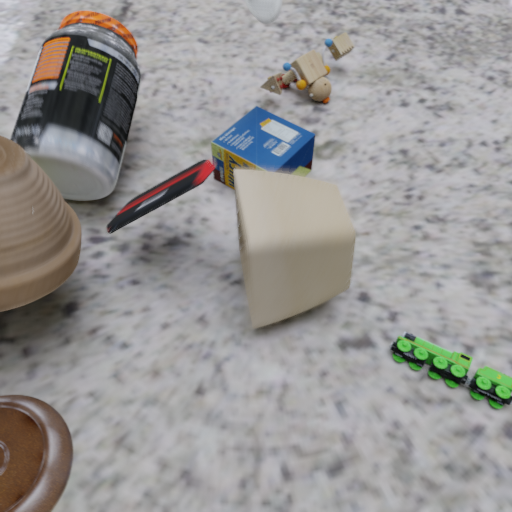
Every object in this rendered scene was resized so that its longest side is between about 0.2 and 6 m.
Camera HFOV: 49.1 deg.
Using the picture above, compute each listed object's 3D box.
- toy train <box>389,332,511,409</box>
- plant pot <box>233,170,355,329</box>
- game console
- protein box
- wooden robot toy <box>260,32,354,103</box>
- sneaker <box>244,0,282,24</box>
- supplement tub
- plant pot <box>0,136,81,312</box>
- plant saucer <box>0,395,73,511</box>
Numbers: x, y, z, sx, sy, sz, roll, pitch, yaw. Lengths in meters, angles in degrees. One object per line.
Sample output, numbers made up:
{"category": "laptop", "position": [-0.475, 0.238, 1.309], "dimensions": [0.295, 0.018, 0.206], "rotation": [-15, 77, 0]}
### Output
{"category": "toy train", "position": [2.532, 1.431, 7.248], "dimensions": [1.614, 0.337, 0.455], "rotation": [25, 46, 18]}
{"category": "plant pot", "position": [0.495, -0.166, 7.426], "dimensions": [1.372, 1.549, 1.547], "rotation": [-6, 44, -5]}
{"category": "game console", "position": [-1.242, -0.803, 7.504], "dimensions": [1.431, 0.222, 1.266], "rotation": [-27, 19, 12]}
{"category": "protein box", "position": [0.118, -1.655, 9.342], "dimensions": [1.233, 0.832, 1.224], "rotation": [31, 58, 22]}
{"category": "wooden robot toy", "position": [1.137, -3.435, 10.968], "dimensions": [2.204, 0.971, 1.000], "rotation": [-37, 95, -26]}
{"category": "sneaker", "position": [0.129, -4.152, 8.549], "dimensions": [0.620, 0.687, 1.678], "rotation": [-19, 69, 21]}
{"category": "supplement tub", "position": [-2.786, -2.388, 8.907], "dimensions": [1.649, 1.649, 2.692], "rotation": [7, 69, 5]}
{"category": "plant pot", "position": [-3.405, -0.639, 6.450], "dimensions": [2.756, 1.272, 2.756], "rotation": [12, 30, -7]}
{"category": "plant saucer", "position": [-3.088, 2.421, 6.482], "dimensions": [1.843, 0.296, 1.843], "rotation": [0, 52, 1]}
